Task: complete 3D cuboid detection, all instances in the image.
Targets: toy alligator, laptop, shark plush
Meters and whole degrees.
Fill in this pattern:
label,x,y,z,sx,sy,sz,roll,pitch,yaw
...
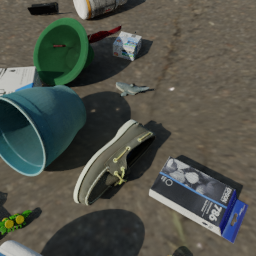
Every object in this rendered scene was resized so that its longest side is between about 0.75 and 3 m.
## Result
label,x,y,z,sx,sy,sz,roll,pitch,yaw
toy alligator,-2.747,2.233,6.335,1.212,0.360,0.329,-18,95,-36
laptop,-3.497,-5.041,11.489,1.085,0.632,1.224,-8,55,-6
shark plush,0.132,-1.234,8.865,1.031,0.430,0.469,14,55,10

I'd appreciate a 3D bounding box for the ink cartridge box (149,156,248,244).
label,x,y,z,sx,sy,sz,roll,pitch,yaw
ink cartridge box,1.737,1.670,6.785,2.237,0.439,1.113,26,58,17

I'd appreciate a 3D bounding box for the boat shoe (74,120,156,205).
label,x,y,z,sx,sy,sz,roll,pitch,yaw
boat shoe,-0.257,0.867,7.016,0.815,0.975,2.728,25,54,23

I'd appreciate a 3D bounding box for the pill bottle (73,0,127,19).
label,x,y,z,sx,sy,sz,roll,pitch,yaw
pill bottle,-1.100,-5.244,11.309,2.008,1.169,1.169,-26,58,-18

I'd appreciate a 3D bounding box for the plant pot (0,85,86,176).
label,x,y,z,sx,sy,sz,roll,pitch,yaw
plant pot,-2.187,-0.155,7.183,2.053,2.053,1.929,28,38,19

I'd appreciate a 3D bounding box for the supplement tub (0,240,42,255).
label,x,y,z,sx,sy,sz,roll,pitch,yaw
supplement tub,-2.084,3.392,4.718,1.730,1.730,2.391,21,57,14

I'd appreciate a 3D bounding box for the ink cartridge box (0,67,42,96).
label,x,y,z,sx,sy,sz,roll,pitch,yaw
ink cartridge box,-3.781,-0.987,8.407,2.085,0.879,1.522,-4,54,-3

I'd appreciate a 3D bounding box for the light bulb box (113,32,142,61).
label,x,y,z,sx,sy,sz,roll,pitch,yaw
light bulb box,-0.028,-2.939,10.042,0.810,0.510,0.818,17,54,12

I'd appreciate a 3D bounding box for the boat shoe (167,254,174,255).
label,x,y,z,sx,sy,sz,roll,pitch,yaw
boat shoe,1.128,3.165,5.741,0.361,0.422,1.151,-14,65,-15

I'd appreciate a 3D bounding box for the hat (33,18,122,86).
label,x,y,z,sx,sy,sz,roll,pitch,yaw
hat,-1.540,-2.425,9.690,2.570,2.263,2.129,-21,79,26
